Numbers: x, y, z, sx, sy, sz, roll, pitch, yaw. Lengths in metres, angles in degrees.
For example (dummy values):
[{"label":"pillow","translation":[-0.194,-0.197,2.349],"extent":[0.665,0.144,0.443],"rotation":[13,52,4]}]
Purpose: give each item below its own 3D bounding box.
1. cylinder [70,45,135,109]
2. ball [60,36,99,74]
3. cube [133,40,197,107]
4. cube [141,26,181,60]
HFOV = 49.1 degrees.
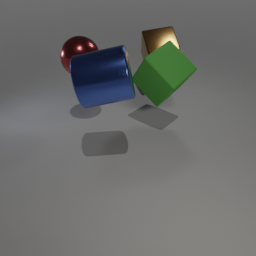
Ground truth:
[{"label":"cylinder","translation":[-0.620,-1.321,7.320],"extent":[1.400,1.400,1.400],"rotation":[-11,30,5]},{"label":"ball","translation":[-1.662,-2.489,9.786],"extent":[1.400,1.400,1.400],"rotation":[0,30,0]},{"label":"cube","translation":[1.237,-1.888,9.833],"extent":[1.400,1.400,1.400],"rotation":[47,61,3]},{"label":"cube","translation":[1.418,-3.461,12.567],"extent":[1.400,1.400,1.400],"rotation":[-11,65,-4]}]
